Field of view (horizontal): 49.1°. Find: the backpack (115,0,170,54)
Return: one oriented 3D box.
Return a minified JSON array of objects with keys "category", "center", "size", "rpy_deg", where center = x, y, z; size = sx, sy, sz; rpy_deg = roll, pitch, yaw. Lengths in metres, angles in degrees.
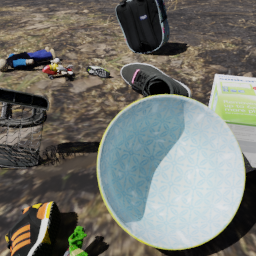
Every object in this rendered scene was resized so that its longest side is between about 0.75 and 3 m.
[{"category":"backpack","center":[0.904,-5.339,14.455],"size":[2.448,2.758,2.076],"rpy_deg":[-5,23,32]}]

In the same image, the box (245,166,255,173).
[{"category":"box","center":[2.699,0.405,7.602],"size":[2.771,0.504,2.000],"rpy_deg":[-13,35,-21]}]

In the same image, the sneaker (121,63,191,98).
[{"category":"sneaker","center":[0.692,-1.629,9.709],"size":[2.905,1.027,1.441],"rpy_deg":[30,17,26]}]

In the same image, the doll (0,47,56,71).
[{"category":"doll","center":[-4.786,-3.219,13.086],"size":[2.686,0.651,1.833],"rpy_deg":[-24,37,-32]}]

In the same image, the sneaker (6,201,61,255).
[{"category":"sneaker","center":[-1.793,2.104,4.889],"size":[0.847,0.659,1.883],"rpy_deg":[-8,30,8]}]

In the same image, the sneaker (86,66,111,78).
[{"category":"sneaker","center":[-1.231,-2.504,12.194],"size":[1.219,0.450,0.493],"rpy_deg":[22,35,28]}]

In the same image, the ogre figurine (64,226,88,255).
[{"category":"ogre figurine","center":[-0.889,2.145,4.626],"size":[0.493,0.603,1.006],"rpy_deg":[4,17,-23]}]

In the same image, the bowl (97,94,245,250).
[{"category":"bowl","center":[0.695,0.864,5.632],"size":[2.751,1.480,2.751],"rpy_deg":[2,75,-9]}]

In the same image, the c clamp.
[{"category":"c clamp","center":[-3.841,-0.594,9.390],"size":[1.975,0.313,2.312],"rpy_deg":[-8,32,-22]}]

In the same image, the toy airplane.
[{"category":"toy airplane","center":[-2.909,-2.582,11.956],"size":[1.143,0.806,1.138],"rpy_deg":[11,33,17]}]

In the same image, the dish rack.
[{"category":"dish rack","center":[-2.739,0.054,6.598],"size":[1.551,2.022,0.552],"rpy_deg":[10,16,-12]}]

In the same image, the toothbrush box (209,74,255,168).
[{"category":"toothbrush box","center":[3.191,-0.264,7.086],"size":[2.013,1.190,2.764],"rpy_deg":[8,31,10]}]
